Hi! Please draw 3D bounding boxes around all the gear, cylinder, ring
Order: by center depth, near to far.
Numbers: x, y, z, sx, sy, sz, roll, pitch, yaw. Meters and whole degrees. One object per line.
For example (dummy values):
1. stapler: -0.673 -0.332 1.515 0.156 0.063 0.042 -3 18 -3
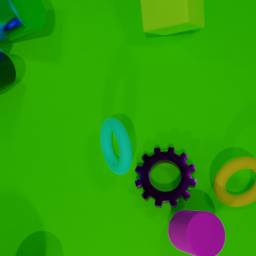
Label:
1. cylinder: 1.602 2.480 6.659 0.997 0.997 0.997 4 75 -17
2. ring: 2.917 1.400 7.220 1.463 0.293 1.463 -3 114 -7
3. ring: -0.336 0.477 7.322 0.300 1.502 1.502 -12 72 -26
4. gear: 0.993 1.303 7.489 1.607 0.297 1.607 -4 65 9
5. cylinder: -3.963 -1.552 7.920 1.081 1.081 1.081 9 115 19
6. cylinder: -3.409 -3.420 8.345 1.357 1.357 1.357 -9 70 28

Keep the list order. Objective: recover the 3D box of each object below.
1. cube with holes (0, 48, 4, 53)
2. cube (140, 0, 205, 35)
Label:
1. cube with holes: -4.489 -2.419 8.472 0.925 0.925 0.925 -41 77 -9
2. cube: 1.299 -3.570 8.133 1.388 1.388 1.388 0 102 34
